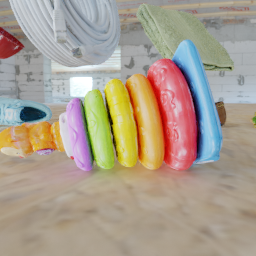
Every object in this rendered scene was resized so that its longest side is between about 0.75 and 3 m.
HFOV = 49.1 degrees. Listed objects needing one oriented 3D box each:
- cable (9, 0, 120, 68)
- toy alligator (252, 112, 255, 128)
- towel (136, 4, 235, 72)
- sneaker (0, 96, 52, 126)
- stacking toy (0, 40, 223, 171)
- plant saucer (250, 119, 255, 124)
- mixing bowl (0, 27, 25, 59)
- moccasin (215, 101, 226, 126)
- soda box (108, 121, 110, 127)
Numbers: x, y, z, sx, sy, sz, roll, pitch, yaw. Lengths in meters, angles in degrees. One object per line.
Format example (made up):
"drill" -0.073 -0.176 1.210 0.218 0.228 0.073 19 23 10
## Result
"cable" -1.005 -2.306 5.038 0.852 2.462 2.462 -14 3 27
"toy alligator" 4.272 -0.308 8.693 1.456 0.483 0.350 -8 11 -28
"towel" 1.617 -2.633 8.114 2.198 0.541 2.963 -2 49 -25
"sneaker" -3.723 -0.528 8.735 2.707 1.001 1.109 -5 6 -24
"stacking toy" -0.310 -0.005 3.499 2.613 1.434 1.517 -11 -10 -7
"plant saucer" 4.715 -0.191 9.300 1.206 0.195 1.206 -1 7 0
"mixing bowl" -3.243 -2.129 6.943 1.144 0.619 1.144 38 6 -5
"moccasin" 2.004 -0.530 8.636 2.593 1.001 0.948 -3 7 -22
"soda box" -0.368 -0.139 8.243 0.299 0.317 0.935 3 7 26
